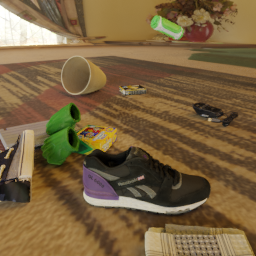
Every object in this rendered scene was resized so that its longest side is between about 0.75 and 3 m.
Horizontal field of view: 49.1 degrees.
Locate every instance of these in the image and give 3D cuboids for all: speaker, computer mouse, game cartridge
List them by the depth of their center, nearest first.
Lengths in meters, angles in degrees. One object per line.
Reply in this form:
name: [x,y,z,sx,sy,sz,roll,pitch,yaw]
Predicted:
game cartridge: [-3.051,0.218,9.750,2.484,0.477,1.610,-13,29,-29]
computer mouse: [3.433,-0.487,11.590,1.932,0.445,1.357,20,32,29]
speaker: [1.654,-4.194,11.738,1.373,0.607,0.607,15,13,-28]

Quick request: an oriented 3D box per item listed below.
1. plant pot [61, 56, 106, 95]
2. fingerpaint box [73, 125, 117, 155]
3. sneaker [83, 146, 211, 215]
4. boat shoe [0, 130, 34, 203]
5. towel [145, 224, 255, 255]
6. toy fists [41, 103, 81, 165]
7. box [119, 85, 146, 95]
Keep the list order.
plant pot: [-2.221,-2.809,15.682,2.034,2.034,2.172,13,8,30]
fingerpaint box: [-1.130,0.368,9.231,1.132,0.498,1.357,8,23,19]
sneaker: [0.422,1.086,6.314,2.958,1.295,1.120,1,22,1]
boat shoe: [-3.128,0.834,7.207,1.327,1.069,2.862,1,21,-18]
towel: [1.257,2.291,4.571,1.940,0.348,2.015,0,21,2]
toy fists: [-2.035,0.190,8.615,1.100,0.742,2.157,-27,41,18]
box: [0.267,-2.160,15.886,1.289,0.318,1.029,-7,21,-17]
